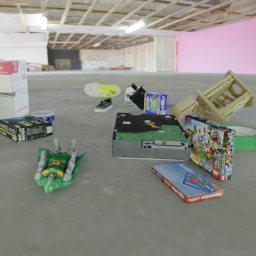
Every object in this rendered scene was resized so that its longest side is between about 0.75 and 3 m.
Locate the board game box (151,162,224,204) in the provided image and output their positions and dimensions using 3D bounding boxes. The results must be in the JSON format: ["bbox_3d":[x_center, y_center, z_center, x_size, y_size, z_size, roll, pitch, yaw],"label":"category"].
[{"bbox_3d":[1.267,1.177,6.354,0.873,0.165,1.695,-6,16,-18],"label":"board game box"}]

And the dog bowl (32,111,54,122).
[{"bbox_3d":[-3.754,-0.502,12.405,0.955,0.376,0.955,0,14,0],"label":"dog bowl"}]

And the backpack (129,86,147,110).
[{"bbox_3d":[0.715,-1.507,14.822,0.974,1.064,0.782,-44,2,2],"label":"backpack"}]

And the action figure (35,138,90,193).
[{"bbox_3d":[-1.683,0.862,6.769,1.417,0.656,2.399,2,18,-6],"label":"action figure"}]

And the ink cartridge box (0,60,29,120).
[{"bbox_3d":[-5.402,-1.766,12.821,1.103,2.601,1.894,0,15,0],"label":"ink cartridge box"}]

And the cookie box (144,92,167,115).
[{"bbox_3d":[1.330,-1.182,13.732,0.456,1.037,1.213,-6,15,-33],"label":"cookie box"}]

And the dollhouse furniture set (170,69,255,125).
[{"bbox_3d":[3.274,-0.428,11.559,2.943,1.636,2.603,-33,-19,-14],"label":"dollhouse furniture set"}]

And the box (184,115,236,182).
[{"bbox_3d":[1.988,0.431,7.139,0.334,1.212,1.774,-4,15,-17],"label":"box"}]

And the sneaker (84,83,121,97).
[{"bbox_3d":[-1.695,-2.560,19.649,2.624,0.994,1.378,10,2,18],"label":"sneaker"}]

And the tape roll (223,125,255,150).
[{"bbox_3d":[3.624,0.277,9.344,1.714,0.412,1.714,1,14,0],"label":"tape roll"}]

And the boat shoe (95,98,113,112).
[{"bbox_3d":[-1.299,-1.211,14.842,0.634,0.523,1.847,4,15,14],"label":"boat shoe"}]

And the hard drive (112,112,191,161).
[{"bbox_3d":[0.578,0.152,8.105,1.977,0.535,2.830,2,16,-1],"label":"hard drive"}]

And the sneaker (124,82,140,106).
[{"bbox_3d":[0.528,-2.210,17.341,1.054,1.259,2.844,3,13,15],"label":"sneaker"}]

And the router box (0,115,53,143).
[{"bbox_3d":[-3.743,-0.006,10.158,1.307,0.542,1.744,-14,20,-43],"label":"router box"}]
